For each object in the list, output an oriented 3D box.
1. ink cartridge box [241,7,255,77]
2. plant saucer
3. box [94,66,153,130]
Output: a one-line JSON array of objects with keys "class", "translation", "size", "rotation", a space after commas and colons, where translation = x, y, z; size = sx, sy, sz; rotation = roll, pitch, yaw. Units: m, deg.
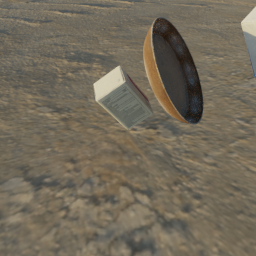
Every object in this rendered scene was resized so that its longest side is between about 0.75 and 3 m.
[{"class": "ink cartridge box", "translation": [4.071, -2.683, 6.872], "size": [2.803, 1.614, 0.951], "rotation": [-46, 37, -19]}, {"class": "plant saucer", "translation": [1.032, -1.232, 6.363], "size": [0.429, 2.491, 2.491], "rotation": [-17, 26, 31]}, {"class": "box", "translation": [-0.104, -0.694, 6.698], "size": [0.814, 1.273, 0.694], "rotation": [-32, 43, 16]}]
